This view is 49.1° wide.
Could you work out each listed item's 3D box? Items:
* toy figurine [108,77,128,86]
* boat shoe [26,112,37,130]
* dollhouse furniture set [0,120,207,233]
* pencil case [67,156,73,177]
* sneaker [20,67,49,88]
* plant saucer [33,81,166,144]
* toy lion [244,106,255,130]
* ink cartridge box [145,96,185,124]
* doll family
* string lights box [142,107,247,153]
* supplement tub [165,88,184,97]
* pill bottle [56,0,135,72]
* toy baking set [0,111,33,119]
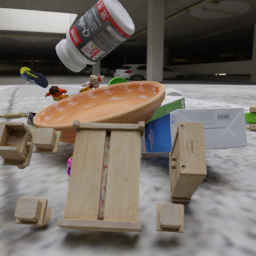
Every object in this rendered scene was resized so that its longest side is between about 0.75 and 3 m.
[{"bbox_3d":[-0.770,-1.422,13.474,2.087,1.567,1.921,19,-14,-40],"label":"toy figurine"},{"bbox_3d":[-2.288,-0.142,8.076,1.831,0.593,0.658,8,13,35],"label":"boat shoe"},{"bbox_3d":[-0.335,0.649,3.404,2.342,1.214,1.037,2,-28,3],"label":"dollhouse furniture set"},{"bbox_3d":[-0.687,0.542,4.897,0.492,0.492,1.112,2,11,8],"label":"pencil case"},{"bbox_3d":[-2.738,-1.459,8.204,0.871,0.322,0.358,33,-21,-24],"label":"sneaker"},{"bbox_3d":[-0.568,-0.379,6.116,2.862,0.536,2.862,-11,20,4],"label":"plant saucer"},{"bbox_3d":[4.731,-0.379,9.367,2.250,0.772,2.156,-1,4,-5],"label":"toy lion"},{"bbox_3d":[0.673,-0.411,7.850,1.430,0.817,2.755,10,24,44],"label":"ink cartridge box"},{"bbox_3d":[-2.302,-1.476,12.834,2.852,1.285,1.770,-18,-4,-9],"label":"doll family"},{"bbox_3d":[1.030,0.107,5.145,1.114,0.639,2.168,-2,-6,-11],"label":"string lights box"},{"bbox_3d":[1.941,-1.199,12.364,1.056,1.056,1.453,1,11,3],"label":"supplement tub"},{"bbox_3d":[-1.228,-3.294,10.130,2.696,1.562,1.562,-32,-3,25],"label":"pill bottle"},{"bbox_3d":[-4.441,-0.578,11.394,1.729,0.201,1.327,-2,11,-9],"label":"toy baking set"}]
